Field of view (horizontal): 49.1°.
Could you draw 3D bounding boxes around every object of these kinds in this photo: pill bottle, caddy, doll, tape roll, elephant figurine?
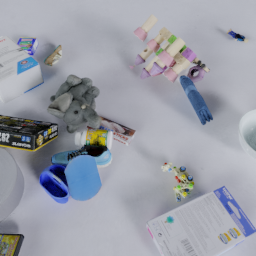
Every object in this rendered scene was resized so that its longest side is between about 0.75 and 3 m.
[{"bbox_3d":[-1.306,0.425,10.739,1.341,0.756,0.756,4,51,5],"label":"pill bottle"},{"bbox_3d":[-2.357,1.889,9.584,1.433,0.752,1.013,33,58,24],"label":"caddy"},{"bbox_3d":[6.036,-5.007,15.387,1.225,0.297,0.836,37,52,18],"label":"doll"},{"bbox_3d":[-4.989,1.945,9.347,2.794,0.923,2.794,0,55,-1],"label":"tape roll"},{"bbox_3d":[-2.135,-0.701,10.895,1.925,2.111,2.721,19,43,-16],"label":"elephant figurine"}]

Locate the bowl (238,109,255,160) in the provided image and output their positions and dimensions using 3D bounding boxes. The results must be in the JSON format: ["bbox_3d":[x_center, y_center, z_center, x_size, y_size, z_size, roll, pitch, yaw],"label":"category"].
[{"bbox_3d":[5.195,0.479,10.499,2.393,1.075,2.393,0,52,0],"label":"bowl"}]

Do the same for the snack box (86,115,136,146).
[{"bbox_3d":[-0.687,0.058,11.369,1.949,0.237,0.701,22,55,17],"label":"snack box"}]

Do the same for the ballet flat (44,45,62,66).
[{"bbox_3d":[-3.680,-3.643,14.257,0.501,0.542,1.536,33,57,-7],"label":"ballet flat"}]

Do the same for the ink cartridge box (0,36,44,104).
[{"bbox_3d":[-5.690,-2.792,13.004,2.141,1.236,2.932,-36,60,-25],"label":"ink cartridge box"}]

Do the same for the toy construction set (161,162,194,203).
[{"bbox_3d":[1.756,1.800,9.774,0.933,0.656,1.423,-22,65,-16],"label":"toy construction set"}]

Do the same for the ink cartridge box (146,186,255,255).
[{"bbox_3d":[2.250,3.139,8.685,2.919,0.613,1.742,-22,55,-13],"label":"ink cartridge box"}]

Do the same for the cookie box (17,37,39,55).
[{"bbox_3d":[-5.340,-4.314,14.759,0.923,0.405,1.079,1,51,3],"label":"cookie box"}]

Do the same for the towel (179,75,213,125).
[{"bbox_3d":[2.824,-1.238,11.735,0.528,1.215,2.176,-28,49,13],"label":"towel"}]

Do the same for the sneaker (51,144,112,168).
[{"bbox_3d":[-1.698,0.937,10.185,2.197,0.988,0.861,-7,52,-6],"label":"sneaker"}]

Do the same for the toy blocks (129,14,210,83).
[{"bbox_3d":[1.587,-3.015,12.979,2.511,2.983,2.788,-47,52,16],"label":"toy blocks"}]

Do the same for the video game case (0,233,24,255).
[{"bbox_3d":[-4.123,3.963,8.036,1.712,0.242,1.895,0,43,6],"label":"video game case"}]

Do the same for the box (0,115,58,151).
[{"bbox_3d":[-4.205,0.127,10.366,2.596,0.641,2.073,8,12,6],"label":"box"}]

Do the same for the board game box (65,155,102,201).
[{"bbox_3d":[-1.566,1.688,9.505,1.209,1.531,0.298,-20,9,-37],"label":"board game box"}]
